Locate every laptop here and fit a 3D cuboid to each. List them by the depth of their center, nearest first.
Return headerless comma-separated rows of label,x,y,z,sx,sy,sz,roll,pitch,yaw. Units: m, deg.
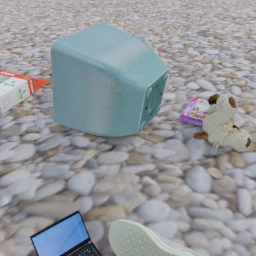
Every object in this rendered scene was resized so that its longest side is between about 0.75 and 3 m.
laptop,-0.993,2.202,4.904,0.988,0.576,1.114,-23,40,-29

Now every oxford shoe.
oxford shoe,0.541,2.231,4.905,2.074,0.780,0.599,14,-5,32

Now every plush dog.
plush dog,2.597,-0.164,7.902,1.343,1.674,1.438,-21,14,30

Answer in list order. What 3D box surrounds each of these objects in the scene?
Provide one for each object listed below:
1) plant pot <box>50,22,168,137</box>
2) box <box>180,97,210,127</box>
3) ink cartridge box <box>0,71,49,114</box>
plant pot,-0.375,-1.254,8.383,2.680,2.631,2.624,24,40,20
box,2.369,-0.538,9.223,0.917,0.262,1.340,17,38,24
ink cartridge box,-4.321,-1.556,10.337,1.471,0.680,2.700,13,37,18
